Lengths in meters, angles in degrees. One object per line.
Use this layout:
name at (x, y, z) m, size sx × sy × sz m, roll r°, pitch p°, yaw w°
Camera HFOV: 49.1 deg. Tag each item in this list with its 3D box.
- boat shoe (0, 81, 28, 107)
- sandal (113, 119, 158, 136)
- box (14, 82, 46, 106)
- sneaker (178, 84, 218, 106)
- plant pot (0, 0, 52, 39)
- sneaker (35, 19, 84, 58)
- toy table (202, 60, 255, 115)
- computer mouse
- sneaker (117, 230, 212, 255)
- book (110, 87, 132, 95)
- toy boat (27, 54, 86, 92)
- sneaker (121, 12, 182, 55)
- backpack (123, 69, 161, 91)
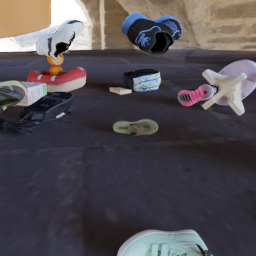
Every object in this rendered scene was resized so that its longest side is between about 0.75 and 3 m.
boat shoe at (-4.811, -1.058, 9.738) m, size 2.529 × 0.904 × 0.831 m, roll -8°, pitch 36°, yaw 4°
sandal at (0.195, 0.043, 7.435) m, size 1.219 × 0.484 × 0.348 m, roll -3°, pitch 36°, yaw 10°
box at (-4.187, -1.345, 10.956) m, size 1.494 × 0.722 × 1.318 m, roll 6°, pitch 18°, yaw 15°
sneaker at (2.593, -1.247, 10.342) m, size 0.771 × 0.639 × 1.617 m, roll -23°, pitch 10°, yaw -39°
plant pot at (-2.324, -2.491, 4.688) m, size 2.496 × 1.747 × 2.496 m, roll -6°, pitch 28°, yaw 3°
sneaker at (-1.908, -2.680, 8.536) m, size 0.738 × 0.680 × 1.844 m, roll 27°, pitch 58°, yaw 20°
toy table at (3.487, -1.380, 9.738) m, size 1.875 × 2.039 × 1.194 m, roll 43°, pitch 47°, yaw 15°
computer mouse at (-2.956, -0.430, 8.554) m, size 1.906 × 0.625 × 2.715 m, roll 8°, pitch 30°, yaw 17°
sneaker at (0.460, 1.475, 3.161) m, size 1.090 × 0.401 × 0.643 m, roll -3°, pitch 13°, yaw -17°
book at (-0.342, -1.732, 12.898) m, size 0.618 × 0.222 × 0.926 m, roll -9°, pitch 19°, yaw -33°
toy boat at (-3.317, -2.676, 13.080) m, size 2.784 × 1.820 × 1.817 m, roll 7°, pitch 20°, yaw 18°
sneaker at (0.795, -2.142, 6.663) m, size 0.881 × 0.793 × 2.260 m, roll 49°, pitch 38°, yaw 16°
backpack at (0.727, -2.269, 13.180) m, size 1.632 × 1.255 × 1.331 m, roll -25°, pitch 21°, yaw -5°
